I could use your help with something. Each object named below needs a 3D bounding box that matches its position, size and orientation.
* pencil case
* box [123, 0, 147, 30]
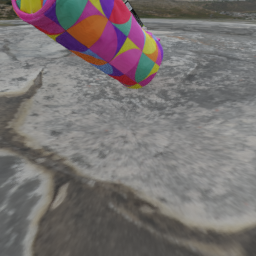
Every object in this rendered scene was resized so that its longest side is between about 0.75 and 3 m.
[{"bbox_3d":[-0.451,-1.680,4.767,1.289,1.289,2.917,17,-1,32],"label":"pencil case"},{"bbox_3d":[0.120,-2.978,8.965,1.038,1.886,0.327,-9,38,49],"label":"box"}]
